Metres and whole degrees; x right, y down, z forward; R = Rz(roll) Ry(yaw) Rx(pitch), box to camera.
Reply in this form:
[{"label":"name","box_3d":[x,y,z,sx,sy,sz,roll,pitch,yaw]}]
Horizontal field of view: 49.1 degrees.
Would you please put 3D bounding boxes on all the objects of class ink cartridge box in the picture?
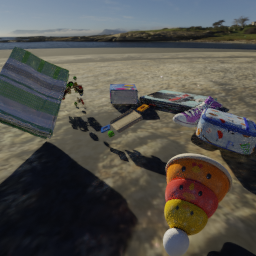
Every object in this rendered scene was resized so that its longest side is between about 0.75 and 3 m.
[{"label":"ink cartridge box","box_3d":[-0.221,-1.530,12.210,1.155,0.646,1.693,0,17,-4]}]

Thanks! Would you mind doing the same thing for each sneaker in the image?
[{"label":"sneaker","box_3d":[2.205,-0.562,8.739,1.692,0.965,0.613,-4,31,-26]}]

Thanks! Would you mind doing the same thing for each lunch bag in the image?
[{"label":"lunch bag","box_3d":[2.643,0.019,7.332,1.552,0.732,1.937,18,18,16]}]

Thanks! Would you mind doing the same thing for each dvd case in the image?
[{"label":"dvd case","box_3d":[2.083,-1.157,11.692,2.647,0.291,1.933,17,25,36]}]

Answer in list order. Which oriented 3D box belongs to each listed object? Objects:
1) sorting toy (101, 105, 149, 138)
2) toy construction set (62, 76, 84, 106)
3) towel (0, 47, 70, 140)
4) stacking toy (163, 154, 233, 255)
[{"label":"sorting toy","box_3d":[-0.033,-0.171,7.895,1.538,0.210,0.866,-31,25,-7]},{"label":"toy construction set","box_3d":[-2.250,-1.505,11.290,0.974,1.168,0.898,-35,41,1]},{"label":"towel","box_3d":[-2.798,-1.096,8.107,1.918,0.395,2.572,24,54,-23]},{"label":"stacking toy","box_3d":[0.895,1.193,4.104,1.053,1.053,1.442,9,48,23]}]
